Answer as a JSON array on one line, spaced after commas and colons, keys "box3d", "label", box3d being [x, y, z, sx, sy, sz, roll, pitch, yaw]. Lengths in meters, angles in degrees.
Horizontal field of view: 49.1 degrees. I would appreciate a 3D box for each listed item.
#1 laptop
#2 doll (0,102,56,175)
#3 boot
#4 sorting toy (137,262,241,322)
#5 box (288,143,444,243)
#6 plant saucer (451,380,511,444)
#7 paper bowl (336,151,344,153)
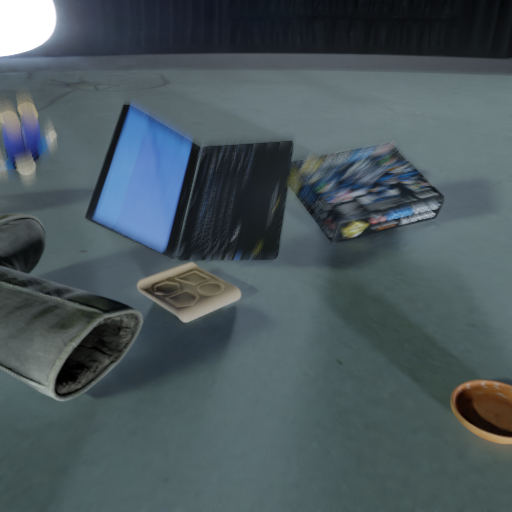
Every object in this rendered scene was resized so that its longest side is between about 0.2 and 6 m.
[{"box3d": [-0.923, -1.229, 8.851, 2.624, 1.355, 2.325, 0, 61, 17], "label": "laptop"}, {"box3d": [-3.307, -1.587, 8.034, 0.340, 1.402, 0.957, 47, 60, 7], "label": "doll"}, {"box3d": [-2.910, 0.479, 7.572, 3.144, 1.141, 2.859, 5, 38, 26], "label": "boot"}, {"box3d": [-1.030, 0.553, 8.546, 1.141, 0.225, 1.233, -21, 37, -38], "label": "sorting toy"}, {"box3d": [2.150, -1.323, 11.195, 2.492, 0.573, 1.981, -15, 49, -21], "label": "box"}, {"box3d": [2.599, 1.702, 6.059, 0.962, 0.180, 0.962, 1, 25, 0], "label": "plant saucer"}, {"box3d": [2.304, -2.057, 13.490, 1.503, 0.782, 1.503, -1, 26, 0], "label": "paper bowl"}]
